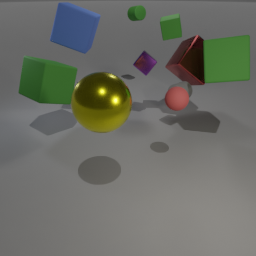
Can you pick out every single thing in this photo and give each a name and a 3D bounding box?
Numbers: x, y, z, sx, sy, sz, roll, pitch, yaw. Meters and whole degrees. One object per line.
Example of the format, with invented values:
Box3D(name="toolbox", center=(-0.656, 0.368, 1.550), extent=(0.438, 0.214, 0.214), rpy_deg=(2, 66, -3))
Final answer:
Box3D(name="cube", center=(-1.984, -3.848, 10.721), extent=(1.400, 1.400, 1.400), rpy_deg=(19, 24, -7))
Box3D(name="ball", center=(-0.602, -0.580, 6.437), extent=(1.400, 1.400, 1.400), rpy_deg=(0, 28, 0))
Box3D(name="cylinder", center=(0.439, -5.807, 14.183), extent=(0.700, 0.700, 0.700), rpy_deg=(-17, 24, -29))
Box3D(name="cube", center=(1.601, -3.737, 10.367), extent=(0.700, 0.700, 0.700), rpy_deg=(-7, 32, 15))
Box3D(name="cube", center=(0.700, -2.654, 11.406), extent=(0.700, 0.700, 0.700), rpy_deg=(38, 17, -8))
Box3D(name="ball", center=(1.422, -0.854, 8.168), extent=(0.700, 0.700, 0.700), rpy_deg=(0, 28, 0))
Box3D(name="cube", center=(2.654, -2.700, 11.464), extent=(1.400, 1.400, 1.400), rpy_deg=(35, -2, -15))
Box3D(name="cube", center=(-2.926, -1.727, 10.242), extent=(1.400, 1.400, 1.400), rpy_deg=(23, 16, 35))
Box3D(name="cube", center=(3.375, -2.307, 9.584), extent=(1.400, 1.400, 1.400), rpy_deg=(-1, 11, 20))
Box3D(name="cylinder", center=(2.020, -1.411, 10.875), extent=(0.700, 0.700, 0.700), rpy_deg=(-23, 35, -39))
